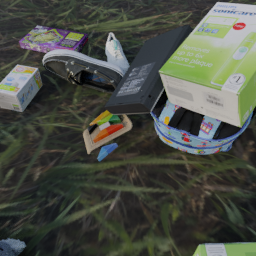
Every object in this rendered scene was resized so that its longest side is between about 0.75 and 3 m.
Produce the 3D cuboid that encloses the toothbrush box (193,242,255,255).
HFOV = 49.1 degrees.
[{"bbox_3d":[2.190,3.300,4.231,1.998,1.181,2.743,-1,47,-2],"label":"toothbrush box"}]

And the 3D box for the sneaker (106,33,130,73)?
[{"bbox_3d":[-0.439,-2.643,9.858,0.721,0.847,1.915,-12,49,-13],"label":"sneaker"}]

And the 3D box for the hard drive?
[{"bbox_3d":[0.489,-1.374,6.763,1.624,0.383,2.328,1,56,56],"label":"hard drive"}]

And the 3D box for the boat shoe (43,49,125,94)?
[{"bbox_3d":[-1.507,-1.794,9.023,2.880,0.988,0.815,14,49,9],"label":"boat shoe"}]

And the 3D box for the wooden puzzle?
[{"bbox_3d":[-0.568,0.013,6.939,1.358,0.235,2.012,-36,27,-6],"label":"wooden puzzle"}]

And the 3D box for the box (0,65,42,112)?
[{"bbox_3d":[-3.357,-1.255,8.694,0.771,0.695,1.370,13,49,10],"label":"box"}]

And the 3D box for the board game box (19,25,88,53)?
[{"bbox_3d":[-2.860,-3.398,10.916,2.284,0.369,1.371,14,45,13],"label":"board game box"}]

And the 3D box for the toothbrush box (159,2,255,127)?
[{"bbox_3d":[2.026,-1.385,5.662,1.687,0.997,2.317,26,67,37],"label":"toothbrush box"}]

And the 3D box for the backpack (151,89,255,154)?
[{"bbox_3d":[1.844,-0.426,7.136,2.550,1.879,2.793,21,50,18],"label":"backpack"}]

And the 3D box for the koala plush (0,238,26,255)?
[{"bbox_3d":[-2.744,2.412,5.266,1.385,1.273,1.228,21,45,-10],"label":"koala plush"}]
